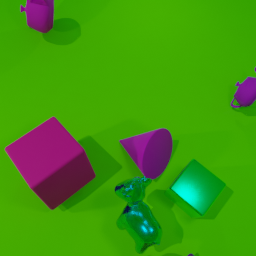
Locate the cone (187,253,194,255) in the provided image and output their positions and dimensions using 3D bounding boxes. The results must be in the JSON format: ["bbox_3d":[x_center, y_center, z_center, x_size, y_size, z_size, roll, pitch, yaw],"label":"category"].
[{"bbox_3d":[0.922,3.347,5.788,1.175,1.171,1.171,-22,63,18],"label":"cone"}]

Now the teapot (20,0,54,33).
[{"bbox_3d":[-2.767,-3.534,8.545,0.970,1.980,1.231,2,81,-17],"label":"teapot"}]

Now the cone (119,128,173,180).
[{"bbox_3d":[0.248,0.489,7.162,1.297,1.292,1.292,17,62,38],"label":"cone"}]

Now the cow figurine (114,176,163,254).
[{"bbox_3d":[0.236,1.657,5.497,0.736,1.320,1.342,-20,56,-37],"label":"cow figurine"}]

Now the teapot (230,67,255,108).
[{"bbox_3d":[3.157,-1.030,7.374,0.652,1.333,0.829,38,42,13],"label":"teapot"}]

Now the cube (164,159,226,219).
[{"bbox_3d":[1.488,1.399,6.384,0.901,0.901,0.901,39,73,12],"label":"cube"}]

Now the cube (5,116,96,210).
[{"bbox_3d":[-1.733,0.813,6.463,1.303,1.303,1.303,-37,58,-18],"label":"cube"}]
